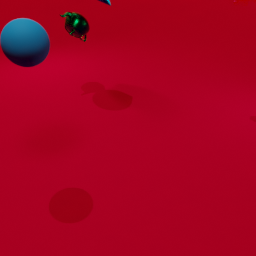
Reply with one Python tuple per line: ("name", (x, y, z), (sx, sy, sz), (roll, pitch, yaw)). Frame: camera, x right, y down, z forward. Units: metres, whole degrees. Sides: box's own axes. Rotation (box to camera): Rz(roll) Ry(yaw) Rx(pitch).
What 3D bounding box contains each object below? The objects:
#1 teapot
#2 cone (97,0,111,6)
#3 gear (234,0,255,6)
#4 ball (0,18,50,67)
("teapot", (-2.047, -3.939, 10.802), (1.002, 1.612, 0.789), (19, 73, 33))
("cone", (-1.147, -4.926, 9.812), (1.596, 1.602, 1.596), (-41, 13, 12))
("gear", (3.496, -4.251, 8.275), (1.151, 1.151, 0.213), (13, 33, 20))
("ball", (-2.004, -1.659, 5.490), (0.918, 0.918, 0.918), (0, 32, 0))
